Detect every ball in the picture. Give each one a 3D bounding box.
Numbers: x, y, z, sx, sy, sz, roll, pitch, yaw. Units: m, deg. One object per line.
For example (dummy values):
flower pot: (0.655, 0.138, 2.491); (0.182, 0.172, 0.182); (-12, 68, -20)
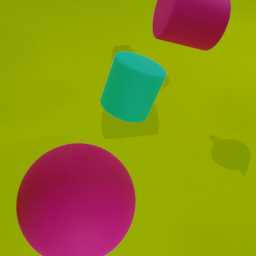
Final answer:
ball: (-0.354, 0.516, 1.987); (0.819, 0.819, 0.819); (0, 49, 0)

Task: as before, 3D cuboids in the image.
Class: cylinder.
cylinder: (1.288, -2.359, 5.885); (1.219, 1.219, 1.219); (8, 47, -16)
cylinder: (0.067, -0.629, 4.286); (0.806, 0.806, 0.806); (17, 30, -10)
